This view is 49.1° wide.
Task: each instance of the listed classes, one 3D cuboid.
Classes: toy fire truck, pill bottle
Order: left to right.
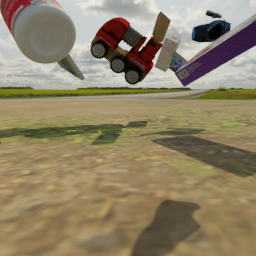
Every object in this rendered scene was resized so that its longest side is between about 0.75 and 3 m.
[{"bbox_3d":[-2.721,-3.210,8.069,1.601,1.601,2.853,-5,43,-36],"label":"pill bottle"},{"bbox_3d":[0.224,-3.160,9.879,2.349,2.669,1.717,37,28,-9],"label":"toy fire truck"}]

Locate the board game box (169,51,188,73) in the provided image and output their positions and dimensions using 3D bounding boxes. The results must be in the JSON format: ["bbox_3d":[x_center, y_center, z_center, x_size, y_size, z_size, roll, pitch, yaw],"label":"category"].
[{"bbox_3d":[1.748,-1.950,9.026,0.962,0.647,0.140,30,-27,-27],"label":"board game box"}]

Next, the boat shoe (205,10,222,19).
[{"bbox_3d":[3.670,-4.835,12.040,0.759,0.251,0.265,34,-1,21],"label":"boat shoe"}]

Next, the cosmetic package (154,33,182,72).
[{"bbox_3d":[1.706,-3.210,11.987,0.597,1.407,0.757,28,39,7],"label":"cosmetic package"}]

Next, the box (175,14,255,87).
[{"bbox_3d":[2.643,-2.162,7.250,2.628,0.514,1.798,-28,12,49],"label":"box"}]

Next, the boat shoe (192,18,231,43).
[{"bbox_3d":[3.292,-3.511,10.490,2.257,0.950,0.775,-30,36,-34],"label":"boat shoe"}]

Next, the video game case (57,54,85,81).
[{"bbox_3d":[-2.170,-2.324,9.247,1.366,0.166,1.501,34,-15,35],"label":"video game case"}]
